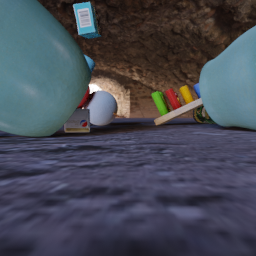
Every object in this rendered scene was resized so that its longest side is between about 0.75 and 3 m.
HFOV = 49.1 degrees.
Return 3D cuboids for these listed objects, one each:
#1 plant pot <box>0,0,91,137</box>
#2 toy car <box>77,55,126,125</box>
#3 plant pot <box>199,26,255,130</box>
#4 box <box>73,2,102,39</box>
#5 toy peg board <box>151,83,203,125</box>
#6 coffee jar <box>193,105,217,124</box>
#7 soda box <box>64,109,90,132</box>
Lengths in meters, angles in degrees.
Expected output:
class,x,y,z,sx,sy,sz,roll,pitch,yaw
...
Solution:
class,x,y,z,sx,sy,sz,roll,pitch,yaw
plant pot,-1.859,-0.973,5.040,1.948,2.427,2.427,35,-14,-26
toy car,-1.446,-0.959,11.044,2.896,2.669,2.561,29,-4,-13
plant pot,3.274,-1.112,6.620,2.793,2.793,2.625,-2,-8,-38
box,-1.269,-3.459,9.184,0.520,0.871,2.117,-9,15,3
toy peg board,2.293,-1.256,11.997,2.594,1.274,2.605,-26,-4,14
coffee jar,4.167,-0.750,13.568,1.336,1.093,2.561,-2,3,-10
soda box,-1.364,-0.225,7.552,0.627,0.586,1.840,0,3,-10
